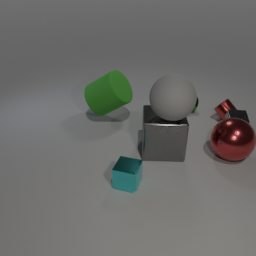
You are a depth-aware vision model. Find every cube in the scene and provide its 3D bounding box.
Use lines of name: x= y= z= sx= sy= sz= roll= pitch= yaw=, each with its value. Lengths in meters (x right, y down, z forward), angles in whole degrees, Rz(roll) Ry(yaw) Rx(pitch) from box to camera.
cube: x=-0.010 y=1.326 z=8.049 sx=0.700 sy=0.700 sz=0.700 roll=9 pitch=31 yaw=16
cube: x=4.072 y=-0.205 z=10.562 sx=0.700 sy=0.700 sz=0.700 roll=4 pitch=45 yaw=3
cube: x=1.188 y=0.150 z=9.402 sx=1.400 sy=1.400 sz=1.400 roll=1 pitch=30 yaw=2

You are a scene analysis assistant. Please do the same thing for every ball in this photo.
ball: x=1.342 y=-0.913 z=8.392 sx=1.400 sy=1.400 sz=1.400 roll=0 pitch=30 yaw=0
ball: x=3.391 y=0.365 z=9.063 sx=1.400 sy=1.400 sz=1.400 roll=0 pitch=30 yaw=0

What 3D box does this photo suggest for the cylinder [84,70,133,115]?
cylinder: x=-0.765 y=-1.382 z=11.134 sx=1.400 sy=1.400 sz=1.400 roll=-23 pitch=17 yaw=31

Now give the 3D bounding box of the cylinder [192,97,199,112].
cylinder: x=2.579 y=-1.113 z=12.144 sx=0.700 sy=0.700 sz=0.700 roll=12 pitch=26 yaw=-16

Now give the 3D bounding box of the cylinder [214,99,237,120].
cylinder: x=3.992 y=-0.706 z=11.362 sx=0.700 sy=0.700 sz=0.700 roll=-26 pitch=76 yaw=-38
